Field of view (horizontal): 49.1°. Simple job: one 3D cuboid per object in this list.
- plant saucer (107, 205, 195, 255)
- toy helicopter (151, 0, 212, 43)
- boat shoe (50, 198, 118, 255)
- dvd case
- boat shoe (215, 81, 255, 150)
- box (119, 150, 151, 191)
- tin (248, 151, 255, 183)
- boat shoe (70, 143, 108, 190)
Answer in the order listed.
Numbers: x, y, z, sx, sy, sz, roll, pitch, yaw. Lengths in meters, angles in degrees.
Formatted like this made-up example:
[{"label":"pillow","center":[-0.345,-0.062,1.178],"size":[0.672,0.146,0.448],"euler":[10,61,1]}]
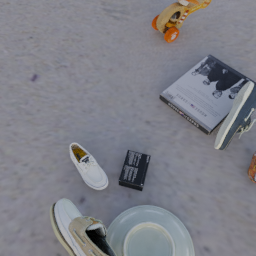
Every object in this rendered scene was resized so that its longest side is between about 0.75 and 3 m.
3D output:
[{"label":"plant saucer","center":[0.482,2.911,6.667],"size":[2.289,0.574,2.289],"euler":[0,57,0]},{"label":"toy helicopter","center":[2.179,-4.563,10.631],"size":[2.628,1.738,1.036],"euler":[-32,69,-15]},{"label":"boat shoe","center":[-0.908,2.473,6.332],"size":[0.901,0.984,2.634],"euler":[-50,50,5]},{"label":"dvd case","center":[2.722,-1.235,9.442],"size":[2.756,0.341,2.071],"euler":[-39,66,-22]},{"label":"boat shoe","center":[3.290,-0.273,8.196],"size":[0.717,0.868,2.319],"euler":[32,72,1]},{"label":"box","center":[0.195,1.185,7.865],"size":[0.696,0.389,0.986],"euler":[13,57,8]},{"label":"tin","center":[3.751,1.073,7.894],"size":[0.566,0.212,1.011],"euler":[20,77,21]},{"label":"boat shoe","center":[-1.134,1.008,7.774],"size":[0.580,0.572,1.637],"euler":[-30,55,-18]}]
